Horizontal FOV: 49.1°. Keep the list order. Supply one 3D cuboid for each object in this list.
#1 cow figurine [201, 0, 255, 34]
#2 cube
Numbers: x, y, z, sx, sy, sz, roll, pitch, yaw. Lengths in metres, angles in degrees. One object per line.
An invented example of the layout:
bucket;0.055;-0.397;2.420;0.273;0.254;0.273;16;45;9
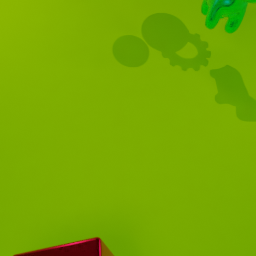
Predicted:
cow figurine;2.176;-2.842;5.737;0.933;1.672;1.699;9;44;-8
cube;-0.698;2.221;3.419;1.173;1.173;1.173;-14;45;6
